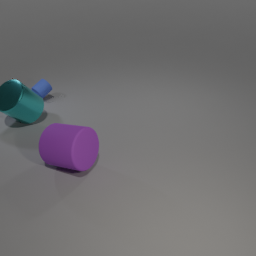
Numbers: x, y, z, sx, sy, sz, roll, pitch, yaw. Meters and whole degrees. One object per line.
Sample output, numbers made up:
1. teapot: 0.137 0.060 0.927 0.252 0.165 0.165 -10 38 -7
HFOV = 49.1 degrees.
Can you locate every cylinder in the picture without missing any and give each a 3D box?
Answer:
1. cylinder: -1.890 0.594 9.079 1.400 1.400 1.400 6 31 28
2. cylinder: -4.418 -1.045 11.443 1.400 1.400 1.400 -7 68 19
3. cylinder: -4.140 -1.886 13.482 0.700 0.700 0.700 25 64 34
